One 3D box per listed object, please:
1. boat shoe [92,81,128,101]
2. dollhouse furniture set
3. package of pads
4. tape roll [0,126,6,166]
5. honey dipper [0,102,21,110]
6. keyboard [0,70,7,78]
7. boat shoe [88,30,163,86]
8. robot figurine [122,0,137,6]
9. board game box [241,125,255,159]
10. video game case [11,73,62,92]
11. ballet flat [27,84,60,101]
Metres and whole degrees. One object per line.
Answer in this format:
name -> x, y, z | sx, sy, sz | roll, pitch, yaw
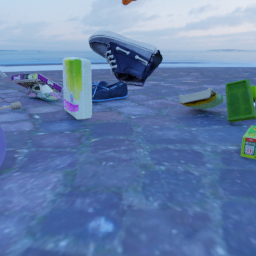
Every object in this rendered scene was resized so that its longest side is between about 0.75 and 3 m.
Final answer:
boat shoe -> -1.331, -1.967, 14.331 | 2.927, 1.005, 1.232 | -15, 22, -41
dollhouse furniture set -> 3.555, -0.733, 10.943 | 2.781, 1.396, 1.822 | -10, -12, 33
package of pads -> -2.005, -1.612, 10.974 | 0.763, 2.237, 1.729 | -6, 18, -25
tape roll -> -3.238, 0.404, 5.542 | 0.631, 1.485, 1.485 | 8, 18, 26
honey dipper -> -5.333, -0.853, 11.909 | 0.288, 0.288, 1.517 | 15, 24, 41
keyboard -> -3.996, -2.124, 6.931 | 0.745, 0.141, 2.646 | 40, -9, 25
boat shoe -> -0.215, -1.312, 5.292 | 1.599, 0.597, 0.742 | 20, 66, 25
robot figurine -> 0.140, -2.869, 5.322 | 0.718, 0.886, 1.231 | -3, 35, 23
board game box -> 4.123, 0.494, 6.859 | 2.326, 0.554, 1.181 | 10, 19, 31
video game case -> -4.861, -2.366, 15.029 | 1.796, 0.355, 1.982 | 1, -12, 23
ballet flat -> -4.400, -1.846, 14.366 | 2.147, 0.764, 0.742 | 10, 20, 31
